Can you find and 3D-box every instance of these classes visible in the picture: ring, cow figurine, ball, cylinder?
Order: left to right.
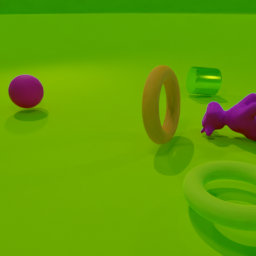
[{"bbox_3d":[-3.241,-1.162,8.930,1.077,1.077,1.077,0,24,0],"label":"ball"},{"bbox_3d":[0.830,-0.536,6.633,0.374,1.870,1.870,4,23,28],"label":"ring"},{"bbox_3d":[2.773,-1.734,10.317,0.982,0.982,0.982,2,24,-10],"label":"cylinder"},{"bbox_3d":[1.776,1.027,4.592,1.740,0.348,1.740,-2,20,1],"label":"ring"},{"bbox_3d":[2.786,-0.147,7.177,1.629,1.603,0.894,38,40,-10],"label":"cow figurine"}]
